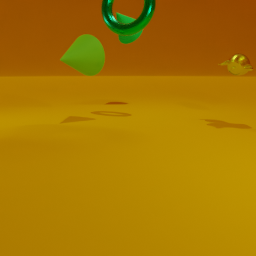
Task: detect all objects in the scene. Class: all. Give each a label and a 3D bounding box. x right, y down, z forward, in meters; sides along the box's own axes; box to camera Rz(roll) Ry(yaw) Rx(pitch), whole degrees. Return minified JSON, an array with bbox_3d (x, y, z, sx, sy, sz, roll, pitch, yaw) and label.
[{"bbox_3d":[-1.556,-2.067,8.227,1.267,1.267,1.272,7,21,29],"label":"cone"},{"bbox_3d":[-0.183,-4.511,12.003,1.256,1.256,1.261,8,-17,33],"label":"cone"},{"bbox_3d":[-0.009,-3.781,8.677,1.806,1.806,0.361,5,5,22],"label":"ring"},{"bbox_3d":[3.193,-1.840,8.255,0.515,0.654,1.052,-34,39,-26],"label":"teapot"}]
